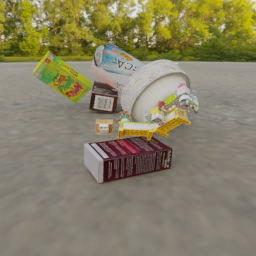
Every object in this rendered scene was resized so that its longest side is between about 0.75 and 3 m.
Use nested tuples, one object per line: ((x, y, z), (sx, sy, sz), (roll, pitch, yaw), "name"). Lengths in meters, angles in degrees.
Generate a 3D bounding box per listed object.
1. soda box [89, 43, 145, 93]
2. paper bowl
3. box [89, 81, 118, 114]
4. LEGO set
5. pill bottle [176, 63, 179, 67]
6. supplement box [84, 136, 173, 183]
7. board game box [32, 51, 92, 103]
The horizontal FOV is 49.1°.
((0.180, -1.440, 8.221), (2.576, 0.881, 0.819), (34, 34, 9), "soda box")
((0.734, -0.671, 6.563), (1.680, 1.680, 0.874), (-10, 50, -32), "paper bowl")
((-0.781, -1.046, 9.199), (0.843, 0.631, 1.683), (9, 18, -8), "box")
((0.320, -0.266, 4.640), (1.751, 0.652, 0.805), (-17, -35, 26), "LEGO set")
((1.548, -1.496, 9.658), (0.785, 1.395, 0.785), (-9, 15, 2), "pill bottle")
((-0.003, 0.466, 4.602), (1.296, 0.394, 0.705), (-7, 21, -25), "supplement box")
((-2.094, -1.593, 9.015), (1.685, 0.856, 0.401), (34, 33, -29), "board game box")
